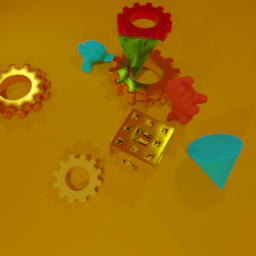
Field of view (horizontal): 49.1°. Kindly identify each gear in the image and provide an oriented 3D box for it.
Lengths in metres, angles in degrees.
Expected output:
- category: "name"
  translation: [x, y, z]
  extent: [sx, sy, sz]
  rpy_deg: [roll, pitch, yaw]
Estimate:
- category: "gear"
  translation: [0.469, -1.513, 8.006]
  extent: [2.009, 0.372, 2.009]
  rpy_deg: [3, 54, -4]
- category: "gear"
  translation: [0.535, -3.477, 9.265]
  extent: [1.798, 0.332, 1.798]
  rpy_deg: [0, 57, -1]
- category: "gear"
  translation: [-1.172, 1.178, 6.541]
  extent: [1.110, 0.205, 1.110]
  rpy_deg: [1, 75, -3]
- category: "gear"
  translation: [-3.132, -1.057, 7.915]
  extent: [1.746, 0.323, 1.746]
  rpy_deg: [0, 60, 0]

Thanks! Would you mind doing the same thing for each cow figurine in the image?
- category: "cow figurine"
  translation: [1.233, -0.642, 6.628]
  extent: [1.286, 1.266, 0.706]
  rpy_deg: [48, 71, -24]

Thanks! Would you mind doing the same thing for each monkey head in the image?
- category: "monkey head"
  translation: [-1.095, -2.170, 8.482]
  extent: [1.259, 0.906, 0.759]
  rpy_deg: [22, 26, 11]

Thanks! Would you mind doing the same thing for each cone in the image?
- category: "cone"
  translation: [2.054, 0.933, 6.411]
  extent: [1.196, 1.201, 1.196]
  rpy_deg: [-14, 22, 6]
- category: "cone"
  translation: [0.234, -1.927, 7.778]
  extent: [1.138, 1.142, 1.138]
  rpy_deg: [5, 23, -2]

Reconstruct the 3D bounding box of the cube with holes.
- category: "cube with holes"
  translation: [0.311, 0.432, 6.600]
  extent: [1.079, 1.079, 1.079]
  rpy_deg: [27, 64, 13]
